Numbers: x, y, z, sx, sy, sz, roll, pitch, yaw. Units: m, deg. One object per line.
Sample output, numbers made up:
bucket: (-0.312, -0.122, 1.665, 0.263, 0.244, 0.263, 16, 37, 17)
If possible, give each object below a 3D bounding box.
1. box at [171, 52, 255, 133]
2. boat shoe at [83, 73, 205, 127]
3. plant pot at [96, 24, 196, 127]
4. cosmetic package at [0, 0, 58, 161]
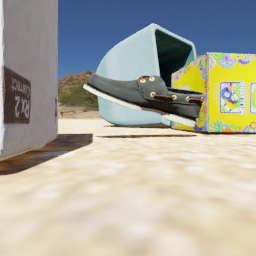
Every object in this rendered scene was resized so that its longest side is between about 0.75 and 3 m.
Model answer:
box: (2.170, -0.598, 5.631, 2.100, 1.330, 2.180, 0, 1, -6)
boat shoe: (0.257, -0.467, 3.758, 1.699, 0.533, 0.622, 13, 15, -21)
plant pot: (0.480, -1.247, 8.755, 2.683, 2.627, 2.634, -8, -3, 37)
cosmetic package: (-1.856, -0.823, 2.058, 2.442, 2.014, 2.013, -1, 2, -7)
